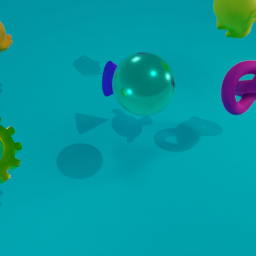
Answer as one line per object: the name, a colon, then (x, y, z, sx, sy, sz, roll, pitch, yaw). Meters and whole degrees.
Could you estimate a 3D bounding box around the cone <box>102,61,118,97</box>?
cone: (-0.104, -1.219, 7.231, 0.909, 0.905, 0.905, 3, 48, -24)

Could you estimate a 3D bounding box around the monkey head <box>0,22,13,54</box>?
monkey head: (-3.919, -2.485, 7.814, 1.183, 0.990, 1.644, -41, 45, 11)

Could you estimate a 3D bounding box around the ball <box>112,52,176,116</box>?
ball: (0.298, -0.813, 5.215, 1.176, 1.176, 1.176, 0, 51, 0)

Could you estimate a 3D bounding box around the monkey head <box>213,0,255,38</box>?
monkey head: (2.197, -2.309, 5.358, 1.061, 0.889, 1.475, -22, 55, -8)

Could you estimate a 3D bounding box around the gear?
gear: (-2.523, 0.382, 4.789, 1.337, 0.247, 1.337, 22, 56, -36)

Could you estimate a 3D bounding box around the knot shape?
knot shape: (3.144, -1.157, 6.533, 1.987, 1.859, 0.918, -9, 64, -47)
